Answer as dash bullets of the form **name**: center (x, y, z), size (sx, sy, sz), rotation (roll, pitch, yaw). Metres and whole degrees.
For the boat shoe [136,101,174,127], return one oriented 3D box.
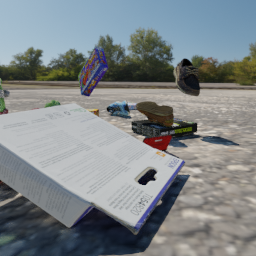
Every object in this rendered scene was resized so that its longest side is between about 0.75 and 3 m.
- **boat shoe**: center (0.859, -0.476, 9.600), size (0.662, 0.626, 1.841), rotation (-22, 24, -22)

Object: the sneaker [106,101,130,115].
- **sneaker**: center (-0.556, -0.959, 14.869), size (0.900, 0.784, 2.001), rotation (-20, 10, -22)

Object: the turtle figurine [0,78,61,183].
- **turtle figurine**: center (-2.901, -0.188, 6.018), size (2.798, 2.013, 2.713), rotation (17, 13, 24)

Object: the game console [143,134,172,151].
- **game console**: center (0.587, 0.392, 7.417), size (0.889, 0.766, 0.528), rotation (-7, 39, -31)

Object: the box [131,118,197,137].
- **box**: center (1.271, -0.042, 10.004), size (1.688, 0.415, 1.747), rotation (-6, 12, -30)

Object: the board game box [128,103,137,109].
- **board game box**: center (0.018, -1.427, 18.122), size (1.265, 0.306, 1.672), rotation (-6, 12, -31)

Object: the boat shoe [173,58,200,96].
- **boat shoe**: center (2.215, -1.965, 10.491), size (0.804, 0.791, 2.159), rotation (5, 37, -14)

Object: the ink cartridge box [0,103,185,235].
- **ink cartridge box**: center (-0.691, 0.545, 5.065), size (3.000, 0.609, 2.994), rotation (28, 19, 17)

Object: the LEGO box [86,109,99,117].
- **LEGO box**: center (-1.986, -0.709, 13.857), size (1.002, 0.387, 0.747), rotation (1, 10, 6)

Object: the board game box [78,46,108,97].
- **board game box**: center (-1.215, -1.890, 9.483), size (0.317, 1.418, 0.953), rotation (11, 48, -33)
